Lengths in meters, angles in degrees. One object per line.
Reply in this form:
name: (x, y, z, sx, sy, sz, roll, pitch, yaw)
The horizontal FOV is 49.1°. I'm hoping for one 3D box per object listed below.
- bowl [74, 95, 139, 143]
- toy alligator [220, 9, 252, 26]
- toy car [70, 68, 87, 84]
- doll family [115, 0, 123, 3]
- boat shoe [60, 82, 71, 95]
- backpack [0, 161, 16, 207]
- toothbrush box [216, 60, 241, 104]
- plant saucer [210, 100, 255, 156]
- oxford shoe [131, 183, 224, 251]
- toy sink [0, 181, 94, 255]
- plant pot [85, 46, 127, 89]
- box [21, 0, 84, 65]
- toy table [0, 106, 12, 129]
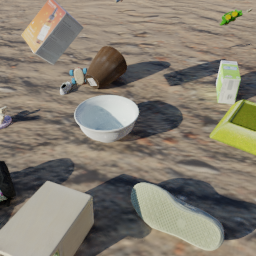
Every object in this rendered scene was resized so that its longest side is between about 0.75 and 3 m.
bowl: (-0.777, -0.207, 10.573, 2.376, 1.068, 2.376, 0, 38, 0)
toy alligator: (2.925, -3.135, 7.727, 0.956, 0.283, 0.259, -26, 77, 3)
toy car: (-2.364, -2.709, 14.158, 0.860, 0.826, 0.933, -7, 25, 8)
doll family: (-0.307, -5.642, 11.761, 0.580, 0.394, 1.003, -38, 6, -9)
boat shoe: (-2.994, -2.006, 13.504, 0.403, 0.366, 1.096, 2, 37, 3)
backpack: (-4.292, 1.706, 8.060, 1.732, 1.096, 1.445, -20, 44, -20)
toothbrush box: (4.570, -2.115, 12.876, 0.772, 1.307, 1.795, 6, 38, 8)
plant saucer: (5.042, -0.103, 10.753, 2.852, 0.683, 2.848, 24, 43, 27)
oxford shoe: (1.258, 2.337, 7.541, 2.824, 1.062, 0.815, 20, 0, 36)
toy sink: (-1.953, 2.575, 6.841, 1.398, 1.202, 2.145, 13, 34, 17)
plant pot: (-1.232, -2.789, 13.724, 1.690, 1.690, 1.808, 22, 57, 26)
box: (-2.634, -3.339, 9.702, 1.710, 0.909, 1.302, -48, 57, 11)
toy table: (-5.211, -0.384, 11.173, 0.995, 0.634, 1.083, 14, 39, 18)
